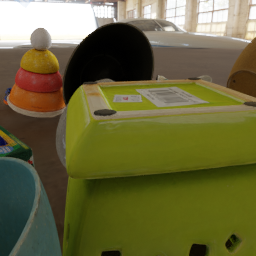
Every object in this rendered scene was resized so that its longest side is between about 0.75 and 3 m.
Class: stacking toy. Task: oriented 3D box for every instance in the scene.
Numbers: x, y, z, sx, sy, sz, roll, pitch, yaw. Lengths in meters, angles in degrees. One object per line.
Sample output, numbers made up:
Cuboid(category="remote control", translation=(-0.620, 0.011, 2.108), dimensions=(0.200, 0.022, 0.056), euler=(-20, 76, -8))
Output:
Cuboid(category="stacking toy", translation=(-2.500, -1.655, 8.079), dimensions=(1.757, 2.404, 1.757), euler=(12, 26, -6))

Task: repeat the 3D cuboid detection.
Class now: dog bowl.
Cuboid(category="dog bowl", translation=(-0.242, 0.106, 4.223), dimensions=(1.627, 1.627, 0.477), euler=(-16, 31, -38))

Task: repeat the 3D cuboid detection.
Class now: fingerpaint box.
Cuboid(category="fingerpaint box", translation=(-2.695, 0.543, 4.781), dimensions=(1.528, 0.672, 1.831), euler=(-15, 24, -37))

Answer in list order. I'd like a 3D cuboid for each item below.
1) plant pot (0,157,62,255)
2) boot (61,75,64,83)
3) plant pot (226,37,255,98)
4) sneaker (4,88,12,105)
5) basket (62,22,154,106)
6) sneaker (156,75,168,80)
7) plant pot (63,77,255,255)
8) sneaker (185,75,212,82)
Cuboid(category="plant pot", translation=(-1.151, 1.237, 1.451), dimensions=(1.990, 1.340, 1.990), euler=(-16, 22, 6))
Cuboid(category="boot", translation=(-3.187, -1.847, 11.812), dimensions=(1.535, 0.738, 2.100), euler=(-13, 21, -17))
Cuboid(category="plant pot", translation=(4.560, -1.819, 9.354), dimensions=(2.766, 2.578, 2.578), euler=(-31, 34, -34))
Cuboid(category="sneaker", translation=(-3.531, -0.992, 9.299), dimensions=(1.462, 0.573, 0.551), euler=(11, 23, 15))
Cuboid(category="basket", translation=(-0.665, -1.366, 7.599), dimensions=(1.883, 2.496, 2.768), euler=(31, 2, -14))
Cuboid(category="sneaker", translation=(1.497, -1.514, 10.913), dimensions=(0.961, 0.724, 2.056), euler=(16, 19, 0))
Cuboid(category="plant pot", translation=(0.350, 0.554, 2.875), dimensions=(2.100, 1.915, 2.110), euler=(-4, 19, -10))
Cuboid(category="sneaker", translation=(2.795, -1.821, 11.946), dimensions=(1.680, 0.604, 0.609), euler=(-15, -13, -21))
